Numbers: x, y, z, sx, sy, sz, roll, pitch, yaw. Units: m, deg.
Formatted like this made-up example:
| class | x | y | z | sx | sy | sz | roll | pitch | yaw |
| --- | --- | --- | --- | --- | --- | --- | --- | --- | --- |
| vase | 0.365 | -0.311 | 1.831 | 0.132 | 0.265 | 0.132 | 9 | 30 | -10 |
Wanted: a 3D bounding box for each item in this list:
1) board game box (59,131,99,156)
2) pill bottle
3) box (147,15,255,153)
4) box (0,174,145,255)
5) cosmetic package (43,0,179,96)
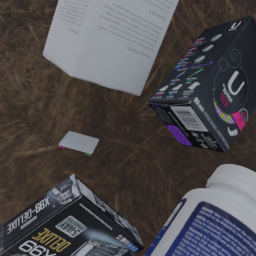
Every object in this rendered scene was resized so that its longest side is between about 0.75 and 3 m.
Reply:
| class | x | y | z | sx | sy | sz | roll | pitch | yaw |
| --- | --- | --- | --- | --- | --- | --- | --- | --- | --- |
| board game box | -1.212 | 0.382 | 7.012 | 0.829 | 0.829 | 0.107 | 16 | 113 | 1 |
| pill bottle | 1.256 | 2.001 | 4.447 | 1.575 | 1.575 | 2.839 | 37 | 65 | 12 |
| box | 1.937 | -0.952 | 6.221 | 1.570 | 1.362 | 2.568 | 47 | 70 | -27 |
| box | -0.820 | 1.706 | 4.187 | 1.486 | 1.884 | 0.469 | -35 | 40 | 1 |
| cosmetic package | -0.490 | -2.293 | 6.477 | 1.943 | 1.941 | 2.355 | 40 | 112 | 48 |
